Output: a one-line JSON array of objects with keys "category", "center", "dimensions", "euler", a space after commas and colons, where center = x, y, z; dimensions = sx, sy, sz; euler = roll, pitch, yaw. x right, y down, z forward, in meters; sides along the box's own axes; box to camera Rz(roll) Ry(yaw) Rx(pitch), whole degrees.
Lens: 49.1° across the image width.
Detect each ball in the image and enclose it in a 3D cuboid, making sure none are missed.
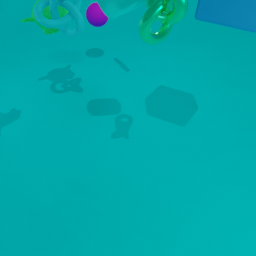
[{"category": "ball", "center": [-1.102, -4.077, 10.092], "dimensions": [0.827, 0.827, 0.827], "euler": [0, 41, 0]}]

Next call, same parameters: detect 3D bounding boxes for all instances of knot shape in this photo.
[{"category": "knot shape", "center": [0.504, -1.716, 4.043], "dimensions": [0.523, 1.060, 1.133], "euler": [18, 29, -8]}, {"category": "knot shape", "center": [-1.566, -2.927, 6.845], "dimensions": [1.253, 1.173, 0.579], "euler": [23, 18, -19]}]

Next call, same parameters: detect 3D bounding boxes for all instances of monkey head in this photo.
[{"category": "monkey head", "center": [-2.210, -3.253, 8.005], "dimensions": [1.604, 0.966, 1.154], "euler": [-41, 23, -5]}]

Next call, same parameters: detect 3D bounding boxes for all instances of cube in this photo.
[{"category": "cube", "center": [2.113, -2.535, 5.018], "dimensions": [1.272, 1.272, 1.272], "euler": [22, 33, 20]}]

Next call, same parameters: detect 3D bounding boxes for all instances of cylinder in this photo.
[{"category": "cylinder", "center": [-0.089, -2.452, 4.848], "dimensions": [0.824, 0.824, 0.824], "euler": [-16, 36, 22]}]
